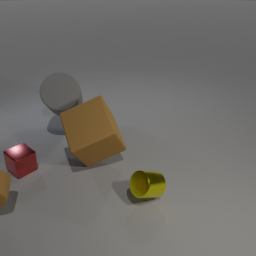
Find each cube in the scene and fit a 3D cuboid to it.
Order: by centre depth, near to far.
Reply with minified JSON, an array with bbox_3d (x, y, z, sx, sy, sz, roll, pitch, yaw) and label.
[{"bbox_3d":[-1.053,0.128,8.642,1.400,1.400,1.400,-24,62,2],"label":"cube"},{"bbox_3d":[-3.327,1.006,8.692,0.700,0.700,0.700,27,38,32],"label":"cube"}]

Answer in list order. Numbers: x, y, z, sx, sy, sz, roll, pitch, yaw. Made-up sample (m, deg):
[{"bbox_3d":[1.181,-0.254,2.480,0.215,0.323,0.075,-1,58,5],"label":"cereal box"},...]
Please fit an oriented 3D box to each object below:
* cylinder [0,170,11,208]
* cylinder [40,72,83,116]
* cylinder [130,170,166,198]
[{"bbox_3d":[-3.284,1.493,6.845,0.700,0.700,0.700,-5,40,-9],"label":"cylinder"},{"bbox_3d":[-2.413,-1.207,10.343,1.400,1.400,1.400,-3,-5,-6],"label":"cylinder"},{"bbox_3d":[0.522,1.477,7.372,0.700,0.700,0.700,12,14,-44],"label":"cylinder"}]
